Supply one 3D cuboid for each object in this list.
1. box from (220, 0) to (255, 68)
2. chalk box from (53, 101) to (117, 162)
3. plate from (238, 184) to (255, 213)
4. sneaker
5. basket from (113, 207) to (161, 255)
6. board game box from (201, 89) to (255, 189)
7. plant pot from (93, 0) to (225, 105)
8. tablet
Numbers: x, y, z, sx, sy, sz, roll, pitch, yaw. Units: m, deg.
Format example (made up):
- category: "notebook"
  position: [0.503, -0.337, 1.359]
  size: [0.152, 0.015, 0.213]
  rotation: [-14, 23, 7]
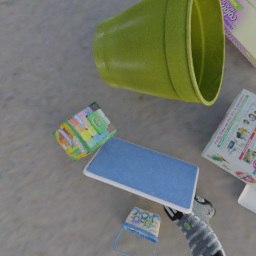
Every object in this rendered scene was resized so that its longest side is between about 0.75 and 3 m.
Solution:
- category: "box"
  position: [3.958, -3.347, 7.829]
  size: [2.486, 1.202, 2.187]
  rotation: [-41, 77, 19]
- category: "chalk box"
  position: [-1.038, 0.073, 7.030]
  size: [0.982, 1.587, 0.987]
  rotation: [-38, 93, -33]
- category: "plate"
  position: [3.596, 1.816, 7.522]
  size: [1.038, 0.168, 1.036]
  rotation: [30, 77, 8]
- category: "sneaker"
  position: [1.911, 2.387, 6.749]
  size: [1.268, 0.824, 2.196]
  rotation: [-3, 49, -42]
- category: "basket"
  position: [0.268, 2.628, 6.947]
  size: [1.021, 0.805, 1.158]
  rotation: [15, 67, 16]
- category: "board game box"
  position: [3.689, 0.545, 7.352]
  size: [2.751, 0.884, 2.030]
  rotation: [32, 75, 11]
- category: "plant pot"
  position: [0.710, -1.987, 7.004]
  size: [2.722, 2.827, 2.827]
  rotation: [3, 73, 32]
- category: "tablet"
  position: [0.412, 1.073, 7.088]
  size: [2.664, 0.182, 1.733]
  rotation: [19, 35, 10]
